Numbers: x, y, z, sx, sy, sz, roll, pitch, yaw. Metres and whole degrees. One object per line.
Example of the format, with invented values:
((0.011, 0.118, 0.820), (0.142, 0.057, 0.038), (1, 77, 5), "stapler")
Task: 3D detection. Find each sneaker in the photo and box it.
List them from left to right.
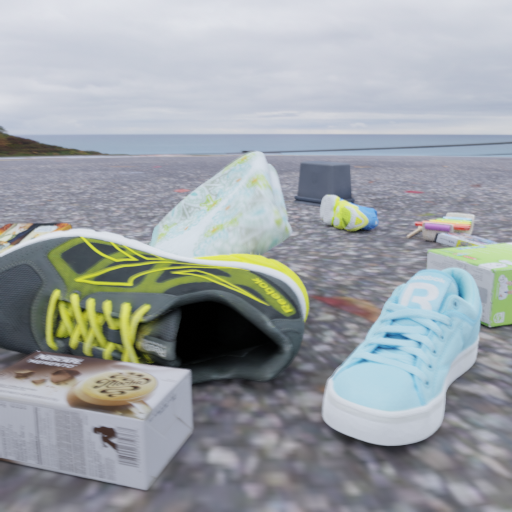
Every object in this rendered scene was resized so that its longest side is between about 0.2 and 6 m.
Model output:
((-1.146, 0.480, 5.190), (3.396, 1.265, 1.437), (0, 13, -2), "sneaker")
((2.168, -0.915, 12.888), (0.957, 0.690, 1.823), (8, 18, -20), "sneaker")
((1.309, 0.667, 4.845), (0.950, 1.053, 2.569), (6, 14, 30), "sneaker")

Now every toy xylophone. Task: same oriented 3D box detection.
((3.866, -0.587, 11.698), (1.248, 0.428, 1.705), (6, 14, 27), "toy xylophone")

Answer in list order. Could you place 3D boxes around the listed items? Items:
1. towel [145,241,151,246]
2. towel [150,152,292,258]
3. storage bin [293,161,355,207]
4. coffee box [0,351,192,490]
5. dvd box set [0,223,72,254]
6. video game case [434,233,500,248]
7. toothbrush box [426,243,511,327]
((-0.951, -0.047, 9.453), (1.751, 0.314, 1.818), (8, 16, 20), "towel")
((-0.539, -0.351, 6.871), (1.891, 0.532, 2.209), (-35, 26, 15), "towel")
((2.121, -2.190, 16.857), (1.364, 1.259, 1.875), (-9, 17, -34), "storage bin")
((-1.223, 1.121, 4.011), (1.341, 0.535, 0.758), (4, 14, 17), "coffee box")
((-3.677, 0.030, 8.097), (1.299, 0.261, 1.776), (1, 31, 22), "dvd box set")
((3.864, -0.159, 9.524), (1.234, 0.174, 1.365), (21, 16, 36), "video game case")
((3.214, 0.307, 7.129), (1.683, 0.724, 1.225), (-6, 14, -21), "toothbrush box")
